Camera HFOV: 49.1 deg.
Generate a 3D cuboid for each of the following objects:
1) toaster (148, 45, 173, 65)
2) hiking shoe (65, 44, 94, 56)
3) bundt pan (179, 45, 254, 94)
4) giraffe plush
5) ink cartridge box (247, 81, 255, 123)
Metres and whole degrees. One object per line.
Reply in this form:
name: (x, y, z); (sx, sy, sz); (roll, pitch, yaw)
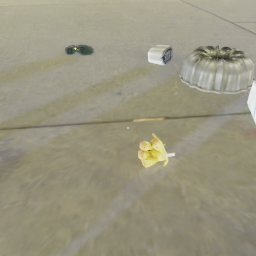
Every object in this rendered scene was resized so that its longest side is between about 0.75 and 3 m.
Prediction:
toaster: (1.318, -2.979, 11.431); (0.748, 0.658, 1.158); (15, 39, 28)
hiking shoe: (-2.118, -3.527, 12.401); (1.294, 0.481, 0.561); (4, 34, 7)
bundt pan: (3.213, -2.216, 9.948); (2.651, 0.995, 2.651); (1, 33, 0)
giraffe plush: (0.597, 0.446, 6.270); (0.782, 0.674, 0.634); (6, 25, -7)
ink cartridge box: (4.154, -0.517, 7.514); (1.384, 0.786, 1.899); (5, 34, 8)
